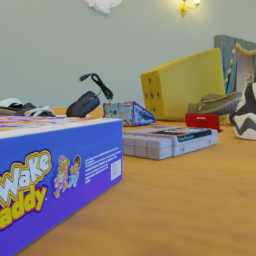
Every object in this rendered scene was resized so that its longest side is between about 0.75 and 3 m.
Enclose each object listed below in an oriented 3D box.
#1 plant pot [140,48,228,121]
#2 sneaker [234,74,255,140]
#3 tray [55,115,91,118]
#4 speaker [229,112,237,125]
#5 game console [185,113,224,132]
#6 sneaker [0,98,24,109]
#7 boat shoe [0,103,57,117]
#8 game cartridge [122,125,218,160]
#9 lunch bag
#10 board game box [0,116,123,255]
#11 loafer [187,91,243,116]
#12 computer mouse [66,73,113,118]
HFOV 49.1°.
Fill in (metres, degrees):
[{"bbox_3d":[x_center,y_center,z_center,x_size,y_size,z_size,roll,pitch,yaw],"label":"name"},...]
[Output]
[{"bbox_3d":[2.143,-1.602,11.951,2.541,2.881,2.881,-11,9,-18],"label":"plant pot"},{"bbox_3d":[3.555,-0.596,5.582,2.629,1.711,1.049,3,7,27],"label":"sneaker"},{"bbox_3d":[-2.562,-0.453,12.375,1.763,0.196,0.947,0,4,3],"label":"tray"},{"bbox_3d":[3.804,-0.357,9.891,0.461,0.461,1.136,2,6,19],"label":"speaker"},{"bbox_3d":[2.055,-0.153,7.509,0.878,0.757,0.521,3,32,30],"label":"game console"},{"bbox_3d":[-4.804,-0.770,11.813,1.438,0.897,2.437,-4,14,13],"label":"sneaker"},{"bbox_3d":[-1.610,-0.030,4.563,2.531,0.763,0.935,4,6,35],"label":"boat shoe"},{"bbox_3d":[0.580,0.175,4.803,1.316,0.390,2.030,-1,3,39],"label":"game cartridge"},{"bbox_3d":[0.100,-0.405,9.585,1.241,0.776,1.649,0,-5,34],"label":"lunch bag"},{"bbox_3d":[-1.384,0.298,1.786,1.859,0.619,2.766,2,6,19],"label":"board game box"},{"bbox_3d":[2.840,-0.822,9.509,0.929,0.860,2.470,3,-14,-33],"label":"loafer"},{"bbox_3d":[-1.392,-1.008,8.897,1.667,1.171,0.384,-34,7,-4],"label":"computer mouse"}]
